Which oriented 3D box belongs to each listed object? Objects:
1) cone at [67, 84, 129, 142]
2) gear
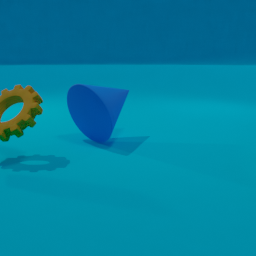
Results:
[{"bbox_3d":[-0.462,-0.672,7.124,1.530,1.530,1.536,12,36,41],"label":"cone"},{"bbox_3d":[-2.348,-0.325,5.665,1.260,0.233,1.260,-9,54,12],"label":"gear"}]
